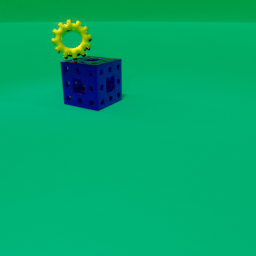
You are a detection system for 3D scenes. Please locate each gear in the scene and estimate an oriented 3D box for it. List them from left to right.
[{"bbox_3d":[-1.718,-2.704,8.633,1.198,1.198,0.221,-2,-6,-6],"label":"gear"}]

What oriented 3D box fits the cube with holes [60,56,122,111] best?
[{"bbox_3d":[-1.149,-1.511,9.125,1.389,1.389,1.389,13,26,28],"label":"cube with holes"}]
